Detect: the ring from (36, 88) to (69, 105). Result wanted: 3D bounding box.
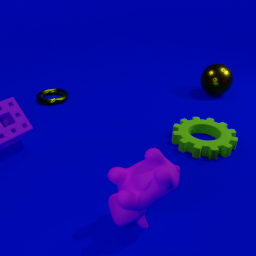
[{"bbox_3d":[-2.476,-1.044,9.209,1.069,0.214,1.069,0,30,0],"label":"ring"}]

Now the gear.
[{"bbox_3d":[1.881,0.215,6.959,1.535,0.284,1.535,0,30,0],"label":"gear"}]

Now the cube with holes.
[{"bbox_3d":[-2.929,-0.037,6.476,0.856,0.856,0.856,-34,3,-44],"label":"cube with holes"}]

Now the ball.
[{"bbox_3d":[2.962,-1.620,9.361,1.076,1.076,1.076,0,30,0],"label":"ball"}]

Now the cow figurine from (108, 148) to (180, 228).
[{"bbox_3d":[0.241,0.993,4.366,1.381,1.359,0.758,-31,54,11],"label":"cow figurine"}]
